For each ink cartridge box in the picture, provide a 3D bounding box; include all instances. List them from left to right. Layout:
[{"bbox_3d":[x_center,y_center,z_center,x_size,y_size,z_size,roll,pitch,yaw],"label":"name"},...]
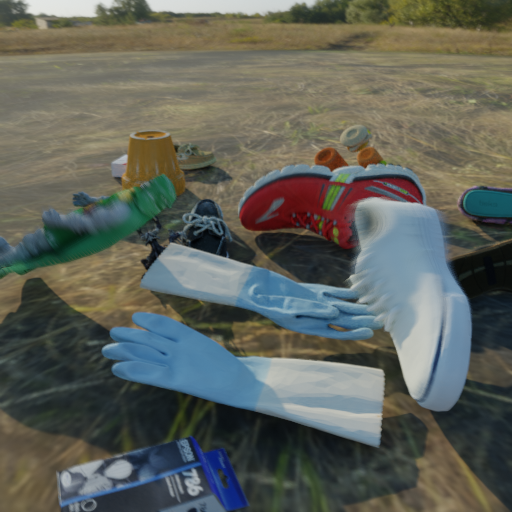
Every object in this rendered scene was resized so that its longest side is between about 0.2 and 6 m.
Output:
[{"bbox_3d":[-3.322,-2.372,14.821,0.683,0.396,0.926,6,24,12],"label":"ink cartridge box"},{"bbox_3d":[-0.972,2.193,5.280,1.665,0.326,0.828,-9,26,-20],"label":"ink cartridge box"}]

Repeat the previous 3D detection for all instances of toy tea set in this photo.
[{"bbox_3d":[2.423,-1.849,13.210,1.595,0.992,2.682,-31,45,10],"label":"toy tea set"}]

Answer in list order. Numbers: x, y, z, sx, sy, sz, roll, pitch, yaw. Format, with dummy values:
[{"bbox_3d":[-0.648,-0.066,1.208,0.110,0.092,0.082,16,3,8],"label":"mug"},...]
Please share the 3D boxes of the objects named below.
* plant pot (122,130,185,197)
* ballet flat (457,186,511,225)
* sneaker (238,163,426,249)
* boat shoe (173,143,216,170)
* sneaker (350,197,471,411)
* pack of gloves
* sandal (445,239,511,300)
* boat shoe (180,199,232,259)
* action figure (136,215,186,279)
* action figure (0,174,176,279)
[{"bbox_3d":[-2.476,-2.206,13.314,1.507,1.380,1.507,0,25,0],"label":"plant pot"},{"bbox_3d":[5.533,-0.963,11.451,2.698,0.933,0.960,9,7,18],"label":"ballet flat"},{"bbox_3d":[1.376,-0.827,10.560,3.588,1.382,1.523,-6,57,10],"label":"sneaker"},{"bbox_3d":[-2.271,-2.876,15.467,2.383,0.750,0.869,9,27,18],"label":"boat shoe"},{"bbox_3d":[1.820,0.470,7.259,1.210,1.248,3.418,10,38,-3],"label":"sneaker"},{"bbox_3d":[-0.062,1.119,7.353,3.404,0.672,2.860,14,31,7],"label":"pack of gloves"},{"bbox_3d":[3.759,0.255,9.002,2.293,0.937,0.626,-12,6,-10],"label":"sandal"},{"bbox_3d":[-0.889,-0.351,10.007,0.923,0.854,2.500,1,25,2],"label":"boat shoe"},{"bbox_3d":[-1.651,-0.185,9.557,0.931,1.566,0.799,-28,-13,10],"label":"action figure"},{"bbox_3d":[-2.675,-0.431,8.420,3.357,0.918,1.983,-19,16,16],"label":"action figure"}]
